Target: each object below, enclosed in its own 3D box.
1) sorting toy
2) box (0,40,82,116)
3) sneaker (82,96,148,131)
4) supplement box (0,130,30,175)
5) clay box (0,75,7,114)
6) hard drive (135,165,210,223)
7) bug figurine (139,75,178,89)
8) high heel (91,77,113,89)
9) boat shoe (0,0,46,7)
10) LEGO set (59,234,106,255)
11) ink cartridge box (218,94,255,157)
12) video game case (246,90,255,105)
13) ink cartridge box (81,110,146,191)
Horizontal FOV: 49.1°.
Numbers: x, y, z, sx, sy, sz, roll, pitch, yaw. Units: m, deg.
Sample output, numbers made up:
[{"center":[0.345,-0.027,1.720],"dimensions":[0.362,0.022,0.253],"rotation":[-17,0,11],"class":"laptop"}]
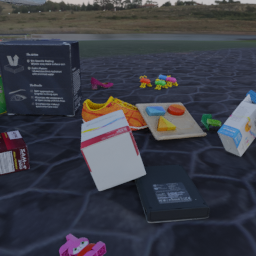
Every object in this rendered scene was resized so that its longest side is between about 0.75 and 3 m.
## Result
[{"center":[1.627,-0.340,8.551],"dimensions":[2.416,0.356,1.786],"rotation":[-4,39,-23],"class":"sorting toy"},{"center":[-3.031,-1.826,10.078],"dimensions":[2.460,2.502,1.469],"rotation":[2,21,3],"class":"box"},{"center":[-0.233,-0.474,8.759],"dimensions":[2.520,0.972,0.920],"rotation":[3,20,3],"class":"sneaker"},{"center":[-3.392,0.665,6.272],"dimensions":[2.061,0.628,1.122],"rotation":[-11,24,-28],"class":"supplement box"},{"center":[-5.585,-1.350,10.397],"dimensions":[2.403,1.381,0.572],"rotation":[11,24,27],"class":"clay box"},{"center":[0.759,1.189,5.433],"dimensions":[1.089,0.257,1.561],"rotation":[-3,21,-7],"class":"hard drive"},{"center":[1.619,-2.411,14.317],"dimensions":[1.993,0.513,1.545],"rotation":[-18,28,-38],"class":"bug figurine"},{"center":[-1.257,-2.276,13.854],"dimensions":[1.233,0.593,0.416],"rotation":[-16,27,-36],"class":"high heel"},{"center":[-3.681,-4.120,8.546],"dimensions":[0.792,0.872,2.372],"rotation":[-4,-1,40],"class":"boat shoe"},{"center":[-1.033,1.920,3.138],"dimensions":[0.682,0.634,1.662],"rotation":[14,31,39],"class":"LEGO set"},{"center":[2.947,-0.084,7.067],"dimensions":[1.388,0.799,0.471],"rotation":[-48,39,-14],"class":"ink cartridge box"},{"center":[3.985,0.087,6.717],"dimensions":[1.955,0.243,2.731],"rotation":[38,20,-10],"class":"video game case"},{"center":[-0.357,0.408,6.026],"dimensions":[1.039,1.044,1.437],"rotation":[-21,23,-1],"class":"ink cartridge box"}]
